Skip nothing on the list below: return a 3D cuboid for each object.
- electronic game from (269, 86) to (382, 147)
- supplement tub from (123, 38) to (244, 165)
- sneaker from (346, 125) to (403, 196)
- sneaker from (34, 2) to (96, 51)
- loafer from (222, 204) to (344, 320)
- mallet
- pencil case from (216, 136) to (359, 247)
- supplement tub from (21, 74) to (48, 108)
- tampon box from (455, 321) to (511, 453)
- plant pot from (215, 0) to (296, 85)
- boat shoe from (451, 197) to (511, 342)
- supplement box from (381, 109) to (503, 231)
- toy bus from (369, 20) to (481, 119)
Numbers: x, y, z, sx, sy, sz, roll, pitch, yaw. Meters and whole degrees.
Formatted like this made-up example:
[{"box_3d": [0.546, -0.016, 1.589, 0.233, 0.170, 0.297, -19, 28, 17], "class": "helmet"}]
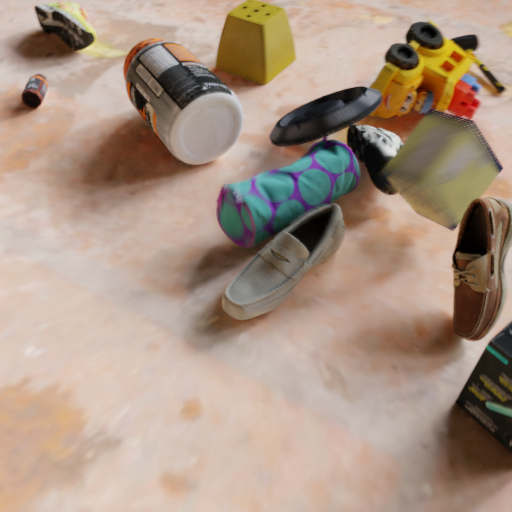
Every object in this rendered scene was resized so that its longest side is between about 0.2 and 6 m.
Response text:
[{"box_3d": [1.232, -2.506, 10.119, 2.123, 0.442, 2.123, -21, 24, 10], "class": "electronic game"}, {"box_3d": [-1.448, -2.954, 10.422, 1.531, 1.531, 2.499, -24, 52, -20], "class": "supplement tub"}, {"box_3d": [2.334, -1.787, 9.894, 0.852, 0.713, 1.925, -6, 44, -13], "class": "sneaker"}, {"box_3d": [-4.339, -5.585, 13.262, 0.971, 0.841, 2.151, -34, 56, -30], "class": "sneaker"}, {"box_3d": [0.418, 0.021, 8.231, 0.835, 0.834, 2.389, 33, 56, 26], "class": "loafer"}, {"box_3d": [5.041, -4.274, 12.425, 0.657, 0.410, 1.994, -20, 55, -10], "class": "mallet"}, {"box_3d": [0.514, -1.080, 9.050, 2.360, 1.004, 1.091, -28, 78, -26], "class": "pencil case"}, {"box_3d": [-4.569, -3.447, 11.619, 0.424, 0.424, 0.793, -1, 48, -1], "class": "supplement tub"}, {"box_3d": [3.194, 1.487, 6.491, 0.927, 1.469, 1.101, -31, 55, -24], "class": "tampon box"}, {"box_3d": [-0.006, -4.773, 12.267, 1.383, 1.220, 1.383, 25, 53, 22], "class": "plant pot"}, {"box_3d": [2.957, 0.152, 7.636, 0.716, 1.995, 0.755, 13, -5, -33], "class": "boat shoe"}, {"box_3d": [2.845, -1.300, 8.559, 1.245, 1.246, 0.837, -52, 38, 2], "class": "supplement box"}, {"box_3d": [3.402, -3.298, 11.008, 2.014, 1.424, 2.098, 38, 59, 10], "class": "toy bus"}]
